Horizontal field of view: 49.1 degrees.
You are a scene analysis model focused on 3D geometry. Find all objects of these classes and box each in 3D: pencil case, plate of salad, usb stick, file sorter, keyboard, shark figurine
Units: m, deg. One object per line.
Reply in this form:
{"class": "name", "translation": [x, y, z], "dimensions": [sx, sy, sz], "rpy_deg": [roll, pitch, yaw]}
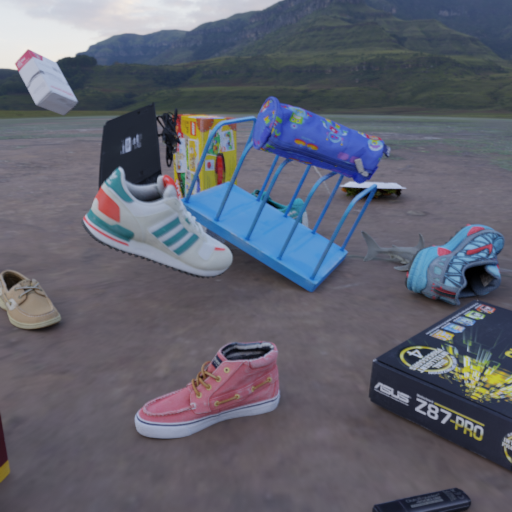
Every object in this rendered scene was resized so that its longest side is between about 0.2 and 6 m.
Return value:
{"class": "pencil case", "translation": [1.027, -1.807, 9.055], "dimensions": [2.161, 0.843, 0.939], "rpy_deg": [16, 38, -16]}
{"class": "plate of salad", "translation": [3.381, -1.909, 16.301], "dimensions": [1.903, 0.457, 1.903], "rpy_deg": [2, 8, 0]}
{"class": "usb stick", "translation": [1.368, 2.082, 4.637], "dimensions": [0.837, 0.137, 0.232], "rpy_deg": [-5, 13, -15]}
{"class": "file sorter", "translation": [0.461, -1.063, 10.079], "dimensions": [2.858, 1.753, 1.983], "rpy_deg": [32, 28, 13]}
{"class": "keyboard", "translation": [-2.074, -1.907, 10.398], "dimensions": [1.583, 0.602, 3.041], "rpy_deg": [-20, 40, 3]}
{"class": "shark figurine", "translation": [2.838, -0.116, 10.486], "dimensions": [1.016, 0.710, 1.700], "rpy_deg": [-10, 22, -31]}

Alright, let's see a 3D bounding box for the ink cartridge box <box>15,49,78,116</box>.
{"class": "ink cartridge box", "translation": [-3.840, -3.162, 10.274], "dimensions": [0.432, 1.019, 0.743], "rpy_deg": [-37, -15, 18]}

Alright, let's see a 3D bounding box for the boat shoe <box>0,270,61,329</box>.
{"class": "boat shoe", "translation": [-3.471, 0.637, 8.375], "dimensions": [0.597, 0.540, 1.674], "rpy_deg": [-17, 25, -42]}

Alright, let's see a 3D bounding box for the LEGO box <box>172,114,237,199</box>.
{"class": "LEGO box", "translation": [-1.291, -2.212, 13.941], "dimensions": [0.958, 2.484, 1.850], "rpy_deg": [-9, 20, -28]}

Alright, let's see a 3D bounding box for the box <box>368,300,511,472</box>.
{"class": "box", "translation": [2.753, 1.325, 6.194], "dimensions": [2.442, 0.600, 1.969], "rpy_deg": [-16, 27, -41]}

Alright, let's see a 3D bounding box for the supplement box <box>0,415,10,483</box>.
{"class": "supplement box", "translation": [-2.854, 1.480, 4.378], "dimensions": [0.946, 1.425, 1.406], "rpy_deg": [4, 19, 13]}

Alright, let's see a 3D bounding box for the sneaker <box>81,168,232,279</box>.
{"class": "sneaker", "translation": [-1.177, -0.478, 8.001], "dimensions": [2.391, 1.118, 0.842], "rpy_deg": [19, 17, -34]}

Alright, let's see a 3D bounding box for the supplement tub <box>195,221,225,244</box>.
{"class": "supplement tub", "translation": [-1.226, -0.565, 11.642], "dimensions": [1.107, 0.777, 0.777], "rpy_deg": [13, 22, 35]}

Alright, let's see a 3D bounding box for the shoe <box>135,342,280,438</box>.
{"class": "shoe", "translation": [-0.493, 1.356, 5.887], "dimensions": [1.593, 0.725, 0.569], "rpy_deg": [-7, 20, -21]}

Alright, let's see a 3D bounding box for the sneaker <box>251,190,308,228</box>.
{"class": "sneaker", "translation": [-0.013, -0.972, 12.491], "dimensions": [2.611, 1.040, 1.012], "rpy_deg": [9, 20, 29]}

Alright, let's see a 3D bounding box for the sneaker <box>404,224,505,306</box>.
{"class": "sneaker", "translation": [3.579, 0.256, 9.323], "dimensions": [2.410, 0.956, 1.151], "rpy_deg": [-23, 39, -34]}
